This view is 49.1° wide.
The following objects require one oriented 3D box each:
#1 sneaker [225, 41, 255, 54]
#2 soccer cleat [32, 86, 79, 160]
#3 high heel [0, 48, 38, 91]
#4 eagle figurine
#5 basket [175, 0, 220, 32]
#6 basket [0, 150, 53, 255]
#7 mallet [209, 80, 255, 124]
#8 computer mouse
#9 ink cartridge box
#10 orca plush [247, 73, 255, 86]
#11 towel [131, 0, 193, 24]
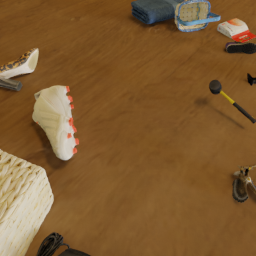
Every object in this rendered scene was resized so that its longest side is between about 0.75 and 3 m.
[{"bbox_3d":[4.469,-3.237,10.993,1.226,0.464,0.537,4,42,3],"label":"sneaker"},{"bbox_3d":[-2.084,-0.164,7.840,1.161,1.037,2.993,-13,41,-5],"label":"soccer cleat"},{"bbox_3d":[-4.121,-2.266,9.845,1.466,0.735,2.057,14,58,4],"label":"high heel"},{"bbox_3d":[2.881,1.347,6.761,0.690,0.686,0.909,-16,71,40],"label":"eagle figurine"},{"bbox_3d":[2.751,-4.690,11.766,1.585,1.250,1.797,-12,40,-11],"label":"basket"},{"bbox_3d":[-2.701,1.792,5.549,1.482,1.628,2.402,14,49,10],"label":"basket"},{"bbox_3d":[3.045,-0.791,8.215,0.358,0.573,1.740,-45,60,10],"label":"mallet"},{"bbox_3d":[-0.964,2.904,5.216,2.202,0.580,1.525,16,49,14],"label":"computer mouse"},{"bbox_3d":[4.671,-4.159,11.913,1.095,0.338,1.350,-25,50,-21],"label":"ink cartridge box"},{"bbox_3d":[4.943,-1.916,9.670,1.601,0.569,0.842,0,47,0],"label":"orca plush"},{"bbox_3d":[1.696,-5.587,12.973,2.932,0.711,1.637,-24,52,-22],"label":"towel"}]
